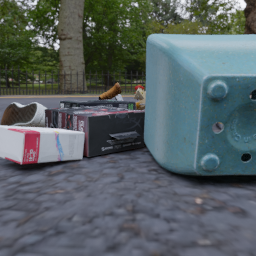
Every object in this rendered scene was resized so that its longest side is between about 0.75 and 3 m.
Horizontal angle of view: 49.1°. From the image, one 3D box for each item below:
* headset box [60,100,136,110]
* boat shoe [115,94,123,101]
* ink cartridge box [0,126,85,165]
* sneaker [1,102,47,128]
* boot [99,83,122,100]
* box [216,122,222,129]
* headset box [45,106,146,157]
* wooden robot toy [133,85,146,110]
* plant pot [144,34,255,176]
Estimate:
[{"bbox_3d":[-0.979,-0.430,9.422,2.155,1.000,1.876,-5,9,-30],"label":"headset box"},{"bbox_3d":[-0.410,-1.255,14.419,0.387,1.080,0.366,-38,30,-21],"label":"boat shoe"},{"bbox_3d":[-1.680,0.300,5.402,1.024,0.594,1.387,7,1,39],"label":"ink cartridge box"},{"bbox_3d":[-3.132,-0.182,8.959,2.734,0.995,1.157,4,-17,45],"label":"sneaker"},{"bbox_3d":[-0.696,-1.325,10.507,0.780,0.385,1.005,-22,-4,-20],"label":"boot"},{"bbox_3d":[4.438,-0.206,9.130,2.647,0.640,2.096,1,9,3],"label":"box"},{"bbox_3d":[-0.727,-0.010,6.917,1.800,0.908,2.422,-7,11,-39],"label":"headset box"},{"bbox_3d":[0.510,-1.253,14.291,1.359,1.319,2.994,-33,-12,14],"label":"wooden robot toy"},{"bbox_3d":[1.638,-0.362,4.923,2.450,2.457,2.503,0,18,-2],"label":"plant pot"}]
